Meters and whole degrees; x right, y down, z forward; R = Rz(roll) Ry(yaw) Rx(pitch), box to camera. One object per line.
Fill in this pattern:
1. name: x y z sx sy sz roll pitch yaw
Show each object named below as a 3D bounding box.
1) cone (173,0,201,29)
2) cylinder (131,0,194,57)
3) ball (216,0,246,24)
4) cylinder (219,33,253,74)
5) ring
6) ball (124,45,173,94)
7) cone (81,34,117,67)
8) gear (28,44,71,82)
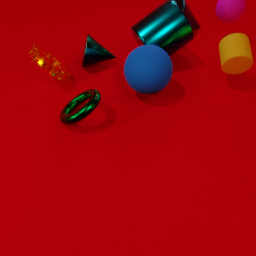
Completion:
1. cone: 2.080 -3.847 10.075 1.466 1.460 1.460 8 43 -30
2. cylinder: 1.019 -2.840 8.431 1.391 1.391 1.391 -35 53 5
3. ball: 3.294 -3.843 8.984 0.919 0.919 0.919 0 49 0
4. cylinder: 2.917 -2.004 7.604 0.789 0.789 0.789 2 64 2
5. ring: -1.209 -0.543 7.088 1.241 0.248 1.241 -27 30 17
6. ball: 0.541 -1.551 7.482 1.294 1.294 1.294 0 49 0
7. cone: -0.845 -2.294 8.681 1.019 1.015 1.015 10 47 -14
8. gear: -2.220 -1.864 8.030 0.238 1.286 1.286 -46 54 13
